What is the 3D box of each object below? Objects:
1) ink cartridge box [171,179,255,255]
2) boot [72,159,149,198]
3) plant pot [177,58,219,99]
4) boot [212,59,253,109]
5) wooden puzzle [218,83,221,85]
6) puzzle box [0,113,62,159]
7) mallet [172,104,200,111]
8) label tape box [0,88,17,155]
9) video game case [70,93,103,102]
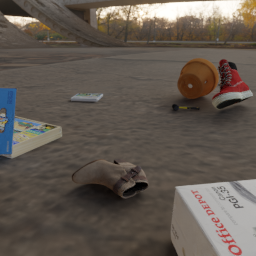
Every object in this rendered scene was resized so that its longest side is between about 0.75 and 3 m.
[{"bbox_3d":[1.653,1.291,3.255,1.970,0.815,1.443,-3,20,-9],"label":"ink cartridge box"},{"bbox_3d":[-0.279,0.927,4.978,1.225,0.430,0.896,-17,32,-23],"label":"boot"},{"bbox_3d":[2.761,-1.910,11.503,1.608,1.608,1.125,12,36,31],"label":"plant pot"},{"bbox_3d":[3.459,-1.650,10.071,2.374,1.713,0.860,-17,-10,-45],"label":"boot"},{"bbox_3d":[4.983,-2.268,14.531,0.831,0.097,0.560,5,16,14],"label":"wooden puzzle"},{"bbox_3d":[-3.200,0.116,7.376,2.443,0.311,1.625,11,23,29],"label":"puzzle box"},{"bbox_3d":[2.065,-0.704,9.960,0.985,0.203,0.324,5,19,3],"label":"mallet"},{"bbox_3d":[-3.345,-0.090,5.802,2.031,1.465,0.643,1,-15,-9],"label":"label tape box"},{"bbox_3d":[-1.695,-1.275,11.638,1.116,0.123,1.017,2,19,9],"label":"video game case"}]
